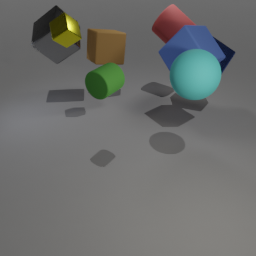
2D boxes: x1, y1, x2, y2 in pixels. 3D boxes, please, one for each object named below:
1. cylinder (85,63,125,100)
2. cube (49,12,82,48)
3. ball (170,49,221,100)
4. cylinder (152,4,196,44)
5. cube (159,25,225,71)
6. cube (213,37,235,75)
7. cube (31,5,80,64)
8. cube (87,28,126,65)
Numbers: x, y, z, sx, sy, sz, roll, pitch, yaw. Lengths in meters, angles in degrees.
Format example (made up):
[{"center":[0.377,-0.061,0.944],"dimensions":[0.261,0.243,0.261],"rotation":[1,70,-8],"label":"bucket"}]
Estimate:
[{"center":[-0.548,-1.129,6.705],"dimensions":[0.700,0.700,0.700],"rotation":[18,37,28],"label":"cylinder"},{"center":[-2.073,-3.231,9.299],"dimensions":[0.700,0.700,0.700],"rotation":[-22,-19,25],"label":"cube"},{"center":[1.867,-1.481,7.819],"dimensions":[1.400,1.400,1.400],"rotation":[0,31,0],"label":"ball"},{"center":[1.996,-4.315,12.138],"dimensions":[1.400,1.400,1.400],"rotation":[45,43,4],"label":"cylinder"},{"center":[2.232,-2.580,9.828],"dimensions":[1.400,1.400,1.400],"rotation":[-19,76,-44],"label":"cube"},{"center":[3.364,-2.949,11.926],"dimensions":[1.400,1.400,1.400],"rotation":[30,8,-9],"label":"cube"},{"center":[-2.941,-3.802,11.554],"dimensions":[1.400,1.400,1.400],"rotation":[-24,55,27],"label":"cube"},{"center":[-1.030,-3.758,12.923],"dimensions":[1.400,1.400,1.400],"rotation":[-6,26,-24],"label":"cube"}]
